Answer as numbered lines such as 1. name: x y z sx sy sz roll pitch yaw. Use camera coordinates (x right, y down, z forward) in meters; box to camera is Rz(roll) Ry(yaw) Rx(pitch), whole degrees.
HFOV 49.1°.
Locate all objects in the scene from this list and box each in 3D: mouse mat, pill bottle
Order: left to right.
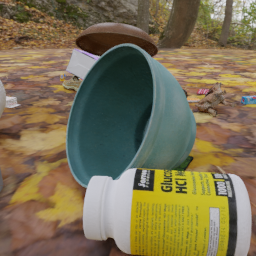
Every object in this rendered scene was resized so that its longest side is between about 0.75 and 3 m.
1. mouse mat: 0.803 0.889 6.922 1.290 0.060 1.603 10 21 26
2. pill bottle: 0.522 1.239 4.146 2.196 1.235 1.235 2 20 6

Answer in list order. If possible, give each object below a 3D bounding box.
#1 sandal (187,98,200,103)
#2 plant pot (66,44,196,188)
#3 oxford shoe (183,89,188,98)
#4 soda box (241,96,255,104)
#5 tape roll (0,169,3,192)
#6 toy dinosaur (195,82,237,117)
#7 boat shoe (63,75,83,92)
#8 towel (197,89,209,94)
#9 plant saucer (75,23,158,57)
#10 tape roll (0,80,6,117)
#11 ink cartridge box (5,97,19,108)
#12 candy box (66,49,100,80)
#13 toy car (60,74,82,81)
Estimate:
1. sandal: 2.528 -1.438 12.848 1.513 0.434 0.580 0 20 1
2. plant pot: 0.219 -0.048 6.038 1.935 2.889 2.889 17 6 -38
3. oxford shoe: 1.333 -1.089 11.474 2.397 0.871 1.012 -9 30 -3
4. soda box: 5.547 -1.254 12.519 0.914 0.310 0.293 -4 20 -12
5. tape roll: -3.373 1.094 5.670 1.510 0.499 1.510 -1 19 0
6. toy dinosaur: 3.314 -1.068 11.328 2.112 0.906 1.431 -27 19 -23
7. boat shoe: -2.849 -2.480 15.205 2.128 0.810 0.763 19 27 42
8. towel: 4.180 -1.836 14.434 1.137 0.128 0.822 6 22 21
9. plant saucer: -0.313 -2.589 8.393 2.486 0.455 2.486 6 -1 0
10. tape roll: -4.896 -0.775 8.293 2.263 2.263 1.554 -5 21 -15
11. ink cartridge box: -5.245 -1.129 12.126 1.016 0.343 0.592 7 21 20
12. candy box: -0.820 -2.424 12.682 2.515 1.073 2.998 30 17 20
13. toy car: -3.561 -3.095 17.212 1.897 0.631 0.930 7 21 18
